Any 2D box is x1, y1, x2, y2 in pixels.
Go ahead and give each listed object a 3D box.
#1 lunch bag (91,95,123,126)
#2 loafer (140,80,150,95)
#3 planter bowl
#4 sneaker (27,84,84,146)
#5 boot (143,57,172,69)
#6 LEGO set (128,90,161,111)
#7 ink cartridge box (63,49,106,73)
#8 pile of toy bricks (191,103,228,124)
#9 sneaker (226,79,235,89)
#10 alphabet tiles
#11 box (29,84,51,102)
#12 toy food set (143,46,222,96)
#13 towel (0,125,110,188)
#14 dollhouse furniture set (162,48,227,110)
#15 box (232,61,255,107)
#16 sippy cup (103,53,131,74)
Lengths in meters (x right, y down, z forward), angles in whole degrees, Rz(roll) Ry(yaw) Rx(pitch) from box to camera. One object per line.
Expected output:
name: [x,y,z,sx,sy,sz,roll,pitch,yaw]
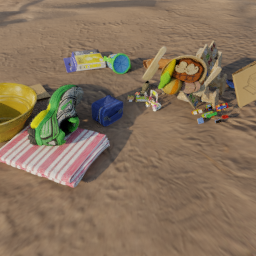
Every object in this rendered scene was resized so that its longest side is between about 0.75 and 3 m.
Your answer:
lunch bag: [-0.689,-0.565,9.505,0.720,0.739,1.088,28,44,33]
loafer: [0.687,-1.654,11.369,0.353,0.327,0.938,8,37,11]
planter bowl: [-4.175,-0.316,8.816,2.764,1.151,2.764,1,36,0]
sneaker: [-1.903,-0.360,8.559,1.138,1.042,2.671,11,45,8]
boot: [1.455,-2.885,12.905,1.192,0.568,1.541,-11,25,-17]
LEGO set: [0.663,-1.154,10.499,1.433,0.533,0.659,26,43,31]
ink cartridge box: [-2.161,-3.312,13.616,1.818,0.427,1.796,-9,37,-15]
pile of toy bricks: [2.827,-0.483,9.658,1.190,0.660,0.587,-15,7,6]
sneaker: [4.726,-1.978,11.631,1.396,0.547,0.526,-3,35,-5]
alphabet tiles: [2.567,-1.849,9.650,0.078,1.732,2.072,28,88,32]
box: [-3.769,-1.353,11.123,1.026,0.134,1.255,-20,40,-26]
toy food set: [1.557,-1.421,7.849,2.004,1.383,0.402,13,49,-19]
towel: [-2.211,0.639,8.190,2.841,0.425,2.079,13,37,21]
dollhouse furniture set: [2.802,-1.782,11.094,2.135,1.513,2.324,21,62,27]
box: [4.043,-1.473,9.002,1.251,1.530,0.163,-28,45,6]
sippy cup: [-0.505,-2.996,12.821,0.946,1.204,0.883,-44,37,-9]
